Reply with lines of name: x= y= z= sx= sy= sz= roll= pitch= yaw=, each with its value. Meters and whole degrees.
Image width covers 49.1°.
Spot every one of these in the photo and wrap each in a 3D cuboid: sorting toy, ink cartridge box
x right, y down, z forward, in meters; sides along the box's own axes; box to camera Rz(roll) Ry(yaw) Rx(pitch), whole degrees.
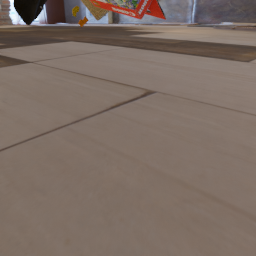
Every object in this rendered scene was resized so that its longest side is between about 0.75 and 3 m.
sorting toy: x=-0.932 y=-3.370 z=7.307 sx=1.378 sy=1.026 sz=0.184 roll=-39 pitch=25 yaw=6
ink cartridge box: x=-0.236 y=-2.317 z=4.624 sx=1.143 sy=0.528 sz=2.097 roll=29 pitch=-1 yaw=29

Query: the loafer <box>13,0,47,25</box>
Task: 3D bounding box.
loafer: x=-2.884 y=-3.988 z=8.748 sx=0.831 sy=0.851 sz=2.331 roll=-44 pitch=19 yaw=-29
